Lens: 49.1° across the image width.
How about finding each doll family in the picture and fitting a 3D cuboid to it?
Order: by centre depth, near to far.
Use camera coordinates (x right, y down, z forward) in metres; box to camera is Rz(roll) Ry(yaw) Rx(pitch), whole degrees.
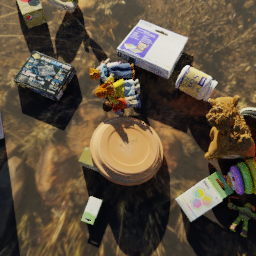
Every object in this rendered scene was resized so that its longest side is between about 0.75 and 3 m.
[{"bbox_3d":[-0.541,-1.783,10.279,1.658,1.203,2.671,-9,61,-7],"label":"doll family"}]

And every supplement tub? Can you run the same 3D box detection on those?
[{"bbox_3d":[2.546,-1.645,10.459,1.312,0.954,0.954,30,71,12],"label":"supplement tub"}]

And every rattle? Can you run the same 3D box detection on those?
[{"bbox_3d":[-3.012,-5.965,11.562,2.283,1.631,1.487,29,67,-17],"label":"rattle"}]

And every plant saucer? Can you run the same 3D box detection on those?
[{"bbox_3d":[-0.006,0.672,9.493,2.532,0.409,2.532,7,59,-12],"label":"plant saucer"}]

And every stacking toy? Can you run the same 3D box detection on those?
[{"bbox_3d":[3.824,1.612,9.089,2.684,1.473,1.558,-12,71,8],"label":"stacking toy"}]

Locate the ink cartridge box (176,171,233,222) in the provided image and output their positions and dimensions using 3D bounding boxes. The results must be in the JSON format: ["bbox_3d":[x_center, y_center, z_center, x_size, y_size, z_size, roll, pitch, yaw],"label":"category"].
[{"bbox_3d":[2.415,2.151,8.861,1.611,0.478,0.836,-38,72,11],"label":"ink cartridge box"}]

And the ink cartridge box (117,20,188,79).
[{"bbox_3d":[1.024,-3.238,11.275,2.244,0.492,2.265,25,58,9],"label":"ink cartridge box"}]

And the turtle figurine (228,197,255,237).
[{"bbox_3d":[3.761,2.855,8.915,1.355,0.436,1.093,26,70,10],"label":"turtle figurine"}]

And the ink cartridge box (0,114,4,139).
[{"bbox_3d":[-5.343,-0.412,9.408,1.431,1.979,1.457,-16,69,-5],"label":"ink cartridge box"}]

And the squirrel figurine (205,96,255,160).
[{"bbox_3d":[3.299,-0.135,9.123,1.595,2.254,2.104,-3,74,13],"label":"squirrel figurine"}]

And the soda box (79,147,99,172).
[{"bbox_3d":[-0.728,1.238,9.484,1.768,0.599,0.566,18,69,7],"label":"soda box"}]

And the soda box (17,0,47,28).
[{"bbox_3d":[-4.399,-5.669,12.170,0.878,0.830,2.592,-22,70,-8],"label":"soda box"}]

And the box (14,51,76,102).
[{"bbox_3d":[-3.220,-2.037,10.902,1.882,0.433,1.496,22,70,9],"label":"box"}]

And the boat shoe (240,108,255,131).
[{"bbox_3d":[5.067,0.245,9.676,2.737,0.983,0.926,36,68,11],"label":"boat shoe"}]

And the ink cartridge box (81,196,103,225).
[{"bbox_3d":[-1.163,2.682,9.092,0.419,0.239,0.808,18,69,7],"label":"ink cartridge box"}]
